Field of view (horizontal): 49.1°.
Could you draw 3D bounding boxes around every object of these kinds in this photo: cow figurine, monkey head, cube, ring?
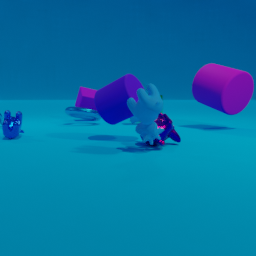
[{"bbox_3d":[0.369,-0.201,4.825,0.503,0.901,0.916,-28,-4,-26],"label":"cow figurine"},{"bbox_3d":[-2.797,-0.004,6.798,0.504,0.903,0.917,5,41,-17],"label":"cow figurine"},{"bbox_3d":[0.636,0.129,5.670,0.684,0.817,1.135,-43,19,-7],"label":"monkey head"},{"bbox_3d":[-1.603,-1.040,11.490,0.892,0.892,0.892,10,28,-22],"label":"cube"},{"bbox_3d":[-1.580,-0.510,10.003,1.332,0.266,1.332,8,-6,1],"label":"ring"}]

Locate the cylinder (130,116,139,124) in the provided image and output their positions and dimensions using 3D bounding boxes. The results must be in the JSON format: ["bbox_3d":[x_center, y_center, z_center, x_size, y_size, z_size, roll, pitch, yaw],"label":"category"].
[{"bbox_3d":[0.353,-0.606,10.043,0.716,0.716,0.716,-19,6,3],"label":"cylinder"}]

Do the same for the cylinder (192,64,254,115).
[{"bbox_3d":[2.828,-1.187,8.443,1.288,1.288,1.288,-4,23,-29],"label":"cylinder"}]

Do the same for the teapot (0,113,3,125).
[{"bbox_3d":[-4.610,-0.392,8.867,1.569,0.768,0.976,11,-4,-40],"label":"teapot"}]

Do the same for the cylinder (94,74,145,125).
[{"bbox_3d":[-0.144,-0.624,6.220,0.877,0.877,0.877,-24,-6,28],"label":"cylinder"}]

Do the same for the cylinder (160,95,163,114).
[{"bbox_3d":[0.856,-0.805,11.283,1.062,1.062,1.062,1,6,11],"label":"cylinder"}]
